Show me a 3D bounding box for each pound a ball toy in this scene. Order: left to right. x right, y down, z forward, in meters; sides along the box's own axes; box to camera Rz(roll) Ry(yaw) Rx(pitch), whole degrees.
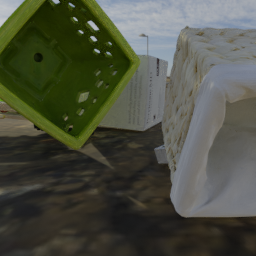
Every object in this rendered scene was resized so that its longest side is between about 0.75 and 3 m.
[{"bbox_3d":[-3.248,-0.475,7.853,2.142,0.910,1.397,5,52,7],"label":"pound a ball toy"}]

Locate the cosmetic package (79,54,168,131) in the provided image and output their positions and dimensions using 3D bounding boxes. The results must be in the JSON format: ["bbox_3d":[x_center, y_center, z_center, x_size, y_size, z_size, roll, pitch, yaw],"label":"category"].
[{"bbox_3d":[-0.061,-1.168,8.704,2.071,2.069,2.511,6,11,19],"label":"cosmetic package"}]

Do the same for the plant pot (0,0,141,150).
[{"bbox_3d":[-1.665,-1.379,5.984,2.258,2.489,2.477,21,-18,51],"label":"plant pot"}]

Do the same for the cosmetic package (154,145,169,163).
[{"bbox_3d":[1.048,0.271,4.777,1.153,0.292,0.476,-21,7,-32],"label":"cosmetic package"}]

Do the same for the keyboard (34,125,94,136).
[{"bbox_3d":[-1.747,0.054,7.178,1.569,0.201,0.942,7,1,32],"label":"keyboard"}]

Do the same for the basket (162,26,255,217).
[{"bbox_3d":[1.578,-0.108,2.961,2.304,1.561,1.421,1,36,-7],"label":"basket"}]
